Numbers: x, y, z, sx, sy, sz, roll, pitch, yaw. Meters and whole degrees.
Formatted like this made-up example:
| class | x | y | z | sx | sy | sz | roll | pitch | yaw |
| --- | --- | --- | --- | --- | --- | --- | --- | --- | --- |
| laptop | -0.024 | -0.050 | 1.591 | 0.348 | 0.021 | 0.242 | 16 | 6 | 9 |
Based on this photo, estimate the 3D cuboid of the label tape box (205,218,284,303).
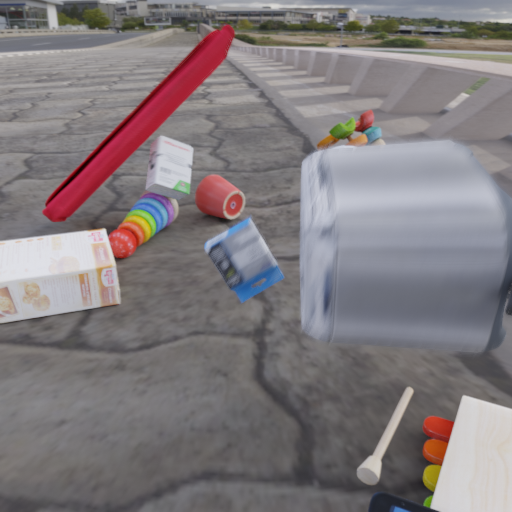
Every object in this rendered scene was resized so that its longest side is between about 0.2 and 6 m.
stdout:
| class | x | y | z | sx | sy | sz | roll | pitch | yaw |
| --- | --- | --- | --- | --- | --- | --- | --- | --- | --- |
| label tape box | -0.127 | 0.090 | 6.791 | 0.639 | 0.892 | 0.295 | -30 | 13 | 4 |

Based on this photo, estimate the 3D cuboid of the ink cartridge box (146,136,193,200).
| class | x | y | z | sx | sy | sz | roll | pitch | yaw |
| --- | --- | --- | --- | --- | --- | --- | --- | --- | --- |
| ink cartridge box | -1.534 | -1.556 | 9.967 | 0.688 | 0.943 | 0.396 | 16 | -23 | -33 |

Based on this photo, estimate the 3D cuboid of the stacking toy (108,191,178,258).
| class | x | y | z | sx | sy | sz | roll | pitch | yaw |
| --- | --- | --- | --- | --- | --- | --- | --- | --- | --- |
| stacking toy | -2.025 | -0.533 | 9.817 | 0.760 | 0.760 | 1.781 | 7 | 31 | 14 |

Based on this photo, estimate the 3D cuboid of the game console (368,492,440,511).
| class | x | y | z | sx | sy | sz | roll | pitch | yaw |
| --- | --- | --- | --- | --- | --- | --- | --- | --- | --- |
| game console | 1.176 | 2.316 | 3.763 | 1.114 | 0.659 | 0.950 | 11 | 27 | 24 |

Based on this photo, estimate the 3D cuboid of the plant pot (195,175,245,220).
| class | x | y | z | sx | sy | sz | roll | pitch | yaw |
| --- | --- | --- | --- | --- | --- | --- | --- | --- | --- |
| plant pot | -0.660 | -1.087 | 10.824 | 0.813 | 0.813 | 0.719 | -22 | 38 | -39 |

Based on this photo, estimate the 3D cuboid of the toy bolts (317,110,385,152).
| class | x | y | z | sx | sy | sz | roll | pitch | yaw |
| --- | --- | --- | --- | --- | --- | --- | --- | --- | --- |
| toy bolts | 2.654 | -2.980 | 15.049 | 1.662 | 1.153 | 1.588 | -30 | -3 | -31 |

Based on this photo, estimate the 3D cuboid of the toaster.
| class | x | y | z | sx | sy | sz | roll | pitch | yaw |
| --- | --- | --- | --- | --- | --- | --- | --- | --- | --- |
| toaster | 1.222 | -0.102 | 5.006 | 1.642 | 1.444 | 2.542 | 0 | 31 | 4 |

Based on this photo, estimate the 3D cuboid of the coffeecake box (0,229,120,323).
| class | x | y | z | sx | sy | sz | roll | pitch | yaw |
| --- | --- | --- | --- | --- | --- | --- | --- | --- | --- |
| coffeecake box | -2.994 | 0.252 | 8.109 | 1.815 | 0.663 | 1.393 | -9 | 27 | -18 |

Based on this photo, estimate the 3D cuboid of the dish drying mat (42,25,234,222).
| class | x | y | z | sx | sy | sz | roll | pitch | yaw |
| --- | --- | --- | --- | --- | --- | --- | --- | --- | --- |
| dish drying mat | -2.106 | -2.352 | 10.138 | 4.466 | 0.406 | 1.715 | -47 | 8 | -4 |

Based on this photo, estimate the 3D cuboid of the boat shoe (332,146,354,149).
| class | x | y | z | sx | sy | sz | roll | pitch | yaw |
| --- | --- | --- | --- | --- | --- | --- | --- | --- | --- |
| boat shoe | 2.512 | -1.703 | 12.051 | 2.796 | 1.033 | 1.192 | -5 | 27 | -34 |

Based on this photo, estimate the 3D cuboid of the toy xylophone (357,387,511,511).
| class | x | y | z | sx | sy | sz | roll | pitch | yaw |
| --- | --- | --- | --- | --- | --- | --- | --- | --- | --- |
| toy xylophone | 1.817 | 1.873 | 4.837 | 1.549 | 0.531 | 2.116 | 17 | 30 | 32 |
